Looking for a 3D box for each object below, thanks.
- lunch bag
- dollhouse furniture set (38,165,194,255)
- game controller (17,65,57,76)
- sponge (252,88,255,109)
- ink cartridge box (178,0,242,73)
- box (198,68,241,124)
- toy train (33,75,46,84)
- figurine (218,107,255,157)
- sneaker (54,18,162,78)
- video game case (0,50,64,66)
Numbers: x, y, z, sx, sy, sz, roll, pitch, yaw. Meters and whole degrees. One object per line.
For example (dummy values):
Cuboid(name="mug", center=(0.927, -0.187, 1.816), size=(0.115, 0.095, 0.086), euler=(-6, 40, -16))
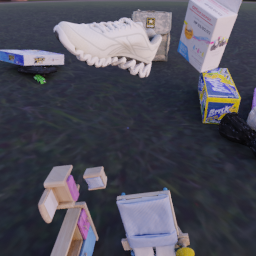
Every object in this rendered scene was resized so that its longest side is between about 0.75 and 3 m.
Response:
Cuboid(name="lunch bag", center=(1.112, -4.534, 13.691), size=(1.878, 2.290, 1.346), euler=(4, 29, 6))
Cuboid(name="dollhouse furniture set", center=(-0.077, 1.437, 3.744), size=(1.819, 1.717, 1.187), euler=(-8, 29, 10))
Cuboid(name="game controller", center=(-3.859, -2.446, 11.905), size=(1.785, 0.376, 0.931), euler=(13, 17, 34))
Cuboid(name="sponge", center=(4.632, -0.688, 8.895), size=(1.272, 0.340, 2.280), euler=(12, 31, 21))
Cuboid(name="ink cartridge box", center=(2.423, -3.109, 8.651), size=(0.796, 2.346, 1.351), euler=(-20, 53, -21))
Cuboid(name="box", center=(2.874, -1.134, 9.115), size=(0.974, 0.894, 2.780), euler=(4, 31, 8))
Cuboid(name="toy train", center=(-3.594, -1.982, 11.346), size=(0.250, 0.185, 0.887), euler=(-30, 39, -24))
Cuboid(name="figurine", center=(3.465, 0.198, 7.124), size=(1.657, 0.713, 1.617), euler=(-12, 40, -22))
Cuboid(name="sneaker", center=(-0.329, -1.997, 6.317), size=(2.910, 1.179, 1.093), euler=(-2, 46, -50))
Cuboid(name="video game case", center=(-4.356, -3.192, 12.673), size=(2.194, 0.499, 1.989), euler=(20, 25, 38))
